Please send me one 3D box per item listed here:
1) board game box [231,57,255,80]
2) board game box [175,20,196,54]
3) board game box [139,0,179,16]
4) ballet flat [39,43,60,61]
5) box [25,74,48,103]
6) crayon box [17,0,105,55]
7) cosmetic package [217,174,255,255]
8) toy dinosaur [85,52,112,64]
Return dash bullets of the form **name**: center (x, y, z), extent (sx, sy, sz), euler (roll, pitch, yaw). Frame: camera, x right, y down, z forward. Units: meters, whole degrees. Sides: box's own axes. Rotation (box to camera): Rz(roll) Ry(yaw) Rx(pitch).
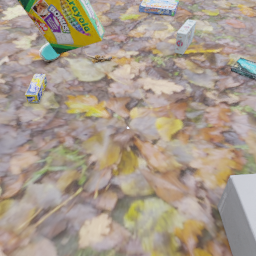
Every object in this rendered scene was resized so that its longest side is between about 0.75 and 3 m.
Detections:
- **board game box**: center (4.377, -2.059, 9.893), extent (1.229, 0.173, 0.831), euler (28, 52, 25)
- **board game box**: center (2.223, -3.536, 10.856), extent (0.376, 0.863, 1.170), euler (20, 49, 18)
- **board game box**: center (1.505, -5.899, 13.558), extent (1.729, 0.298, 1.170), euler (11, 47, 11)
- **ballet flat**: center (-2.804, -3.026, 10.666), extent (0.652, 0.652, 1.818), euler (20, 46, 19)
- **box**: center (-2.929, -1.277, 9.000), extent (0.389, 0.357, 1.110), euler (1, 46, 2)
- **crayon box**: center (-1.621, -2.809, 7.037), extent (1.467, 1.701, 0.496), euler (-8, 49, 26)
- **cosmetic package**: center (2.524, 2.129, 5.022), extent (1.092, 1.294, 2.422), euler (-5, 44, -4)
- **toy dinosaur**: center (-1.182, -2.587, 10.381), extent (1.173, 0.354, 0.623), euler (12, 21, 7)
